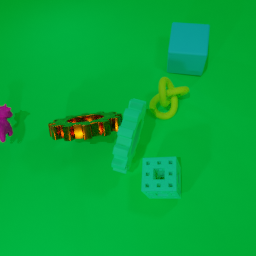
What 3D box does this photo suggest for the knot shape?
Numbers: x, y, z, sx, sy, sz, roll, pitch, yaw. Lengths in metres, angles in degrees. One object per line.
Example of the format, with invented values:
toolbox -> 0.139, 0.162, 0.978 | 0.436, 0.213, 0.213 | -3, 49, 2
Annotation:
knot shape -> 1.347, -0.987, 8.804 | 1.280, 1.368, 0.632 | -23, 46, -26

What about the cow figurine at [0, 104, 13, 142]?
cow figurine -> -3.683, -0.161, 8.152 | 0.536, 0.961, 0.977 | -2, 22, 3

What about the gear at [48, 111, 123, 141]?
gear -> -1.177, -0.093, 7.923 | 2.033, 2.033, 0.376 | -7, 102, -4

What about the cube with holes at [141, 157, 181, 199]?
cube with holes -> 0.915, 1.351, 7.508 | 0.889, 0.889, 0.889 | -4, 63, 17

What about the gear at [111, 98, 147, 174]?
gear -> 0.053, 0.214, 7.624 | 0.370, 1.998, 1.998 | 15, 63, 8

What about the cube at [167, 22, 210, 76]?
cube -> 2.018, -2.659, 9.506 | 1.222, 1.222, 1.222 | 7, 70, 8
